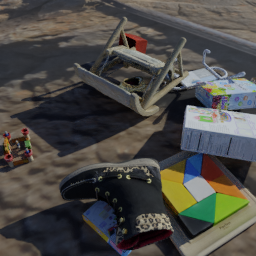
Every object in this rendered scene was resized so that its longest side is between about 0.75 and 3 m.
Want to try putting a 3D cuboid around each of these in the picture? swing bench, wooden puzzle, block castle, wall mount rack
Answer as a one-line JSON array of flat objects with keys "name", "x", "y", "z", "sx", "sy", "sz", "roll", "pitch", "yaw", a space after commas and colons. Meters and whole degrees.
[{"name": "swing bench", "x": 0.179, "y": -2.132, "z": 10.479, "sx": 2.983, "sy": 1.946, "sz": 2.999, "roll": 33, "pitch": 74, "yaw": 29}, {"name": "wooden puzzle", "x": 1.820, "y": 1.690, "z": 7.497, "sx": 2.641, "sy": 0.532, "sz": 2.854, "roll": -22, "pitch": 47, "yaw": -22}, {"name": "block castle", "x": -3.430, "y": 0.553, "z": 8.687, "sx": 0.814, "sy": 0.571, "sz": 1.218, "roll": -14, "pitch": 45, "yaw": -14}, {"name": "wall mount rack", "x": 3.029, "y": -2.168, "z": 11.203, "sx": 2.896, "sy": 1.080, "sz": 2.516, "roll": -16, "pitch": 44, "yaw": -16}]

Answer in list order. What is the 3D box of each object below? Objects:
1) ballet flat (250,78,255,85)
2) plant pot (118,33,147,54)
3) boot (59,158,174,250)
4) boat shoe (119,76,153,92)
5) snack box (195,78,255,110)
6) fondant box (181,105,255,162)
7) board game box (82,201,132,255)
[{"name": "ballet flat", "x": 5.681, "y": -1.967, "z": 11.331, "sx": 1.912, "sy": 0.643, "sz": 0.651, "roll": -21, "pitch": 46, "yaw": -21}, {"name": "plant pot", "x": 0.275, "y": -3.764, "z": 13.024, "sx": 0.967, "sy": 1.097, "sz": 1.098, "roll": -22, "pitch": 46, "yaw": -37}, {"name": "boot", "x": -0.307, "y": 1.829, "z": 6.662, "sx": 2.627, "sy": 0.961, "sz": 1.978, "roll": -9, "pitch": 46, "yaw": -7}, {"name": "boat shoe", "x": 0.359, "y": -1.629, "z": 10.109, "sx": 1.393, "sy": 0.462, "sz": 0.515, "roll": -19, "pitch": 69, "yaw": -28}, {"name": "snack box", "x": 3.689, "y": -1.250, "z": 10.248, "sx": 1.980, "sy": 0.670, "sz": 1.670, "roll": -5, "pitch": 26, "yaw": -7}, {"name": "fondant box", "x": 3.047, "y": 0.131, "z": 8.600, "sx": 2.686, "sy": 0.782, "sz": 1.938, "roll": 10, "pitch": 25, "yaw": 9}, {"name": "board game box", "x": -0.245, "y": 2.307, "z": 7.008, "sx": 1.456, "sy": 0.294, "sz": 1.114, "roll": 33, "pitch": 52, "yaw": 30}]
